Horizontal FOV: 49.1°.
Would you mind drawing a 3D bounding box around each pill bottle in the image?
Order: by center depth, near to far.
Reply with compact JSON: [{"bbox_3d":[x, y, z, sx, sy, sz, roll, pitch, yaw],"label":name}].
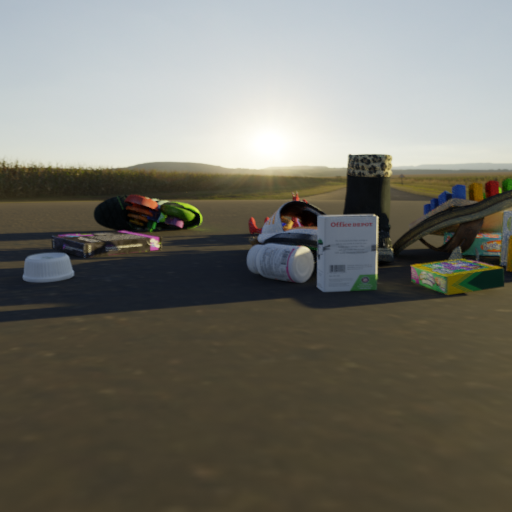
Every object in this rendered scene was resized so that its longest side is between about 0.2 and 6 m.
[{"bbox_3d":[0.362,0.097,8.805,0.993,0.563,0.563,8,11,44],"label":"pill bottle"}]

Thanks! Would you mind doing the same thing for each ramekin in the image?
[{"bbox_3d":[-3.304,0.173,8.878,0.764,0.356,0.764,-2,11,0],"label":"ramekin"}]

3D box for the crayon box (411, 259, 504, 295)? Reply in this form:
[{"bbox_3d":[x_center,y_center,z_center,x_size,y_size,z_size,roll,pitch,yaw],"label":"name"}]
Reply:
[{"bbox_3d":[2.899,0.292,8.159,0.886,0.299,1.027,-8,9,-11],"label":"crayon box"}]

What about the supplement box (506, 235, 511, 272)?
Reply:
[{"bbox_3d":[4.876,-0.016,9.542,1.097,0.601,0.597,4,8,26],"label":"supplement box"}]

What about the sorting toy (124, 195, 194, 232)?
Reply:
[{"bbox_3d":[-2.957,-1.129,16.633,2.087,0.857,1.254,16,-4,-20],"label":"sorting toy"}]

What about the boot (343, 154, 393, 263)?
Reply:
[{"bbox_3d":[2.101,-0.989,11.293,0.989,2.069,2.740,-1,7,-6],"label":"boot"}]

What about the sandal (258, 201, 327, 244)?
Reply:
[{"bbox_3d":[0.999,-0.596,10.892,1.253,0.938,3.272,12,-4,-15],"label":"sandal"}]

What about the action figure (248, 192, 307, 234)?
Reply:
[{"bbox_3d":[0.888,-1.141,15.612,0.920,1.395,2.819,-6,12,-35],"label":"action figure"}]

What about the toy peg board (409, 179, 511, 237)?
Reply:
[{"bbox_3d":[4.708,-1.116,12.523,1.893,0.930,1.901,7,-16,-11],"label":"toy peg board"}]

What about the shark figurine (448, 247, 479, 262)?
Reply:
[{"bbox_3d":[3.278,0.103,8.987,1.311,0.547,0.783,-6,11,-25],"label":"shark figurine"}]

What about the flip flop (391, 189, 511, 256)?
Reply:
[{"bbox_3d":[4.141,-0.552,11.030,3.123,0.899,1.266,-21,1,23],"label":"flip flop"}]

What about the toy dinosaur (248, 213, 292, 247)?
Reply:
[{"bbox_3d":[0.924,-0.398,12.851,2.484,0.750,1.319,-11,38,-19],"label":"toy dinosaur"}]

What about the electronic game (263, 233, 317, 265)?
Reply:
[{"bbox_3d":[0.966,-0.054,9.509,1.718,0.357,1.718,11,-9,2],"label":"electronic game"}]

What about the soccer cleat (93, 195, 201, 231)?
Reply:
[{"bbox_3d":[-3.381,-1.331,17.783,3.382,1.142,1.371,0,6,-21],"label":"soccer cleat"}]

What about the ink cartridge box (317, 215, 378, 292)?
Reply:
[{"bbox_3d":[1.287,-0.055,7.976,0.785,1.075,0.453,-1,7,-9],"label":"ink cartridge box"}]

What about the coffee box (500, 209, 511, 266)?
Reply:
[{"bbox_3d":[5.111,-0.346,10.416,1.010,1.021,1.020,4,8,26],"label":"coffee box"}]

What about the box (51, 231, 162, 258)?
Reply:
[{"bbox_3d":[-3.310,-0.282,12.479,1.407,0.355,1.968,11,11,43],"label":"box"}]

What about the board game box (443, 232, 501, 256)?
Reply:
[{"bbox_3d":[5.097,-0.257,12.139,1.803,0.406,1.371,1,7,9],"label":"board game box"}]
